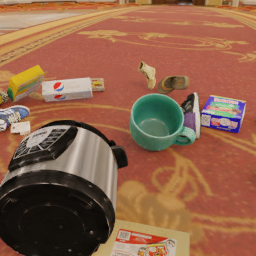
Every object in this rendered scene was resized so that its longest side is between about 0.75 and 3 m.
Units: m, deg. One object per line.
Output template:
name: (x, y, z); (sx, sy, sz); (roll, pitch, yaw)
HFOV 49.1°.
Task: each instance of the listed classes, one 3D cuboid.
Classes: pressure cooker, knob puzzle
pressure cooker: (-1.568, 1.277, 6.840); (2.621, 2.662, 2.980); (26, 27, -14)
knob puzzle: (0.266, 3.057, 5.974); (2.447, 0.339, 2.447); (0, 30, 0)

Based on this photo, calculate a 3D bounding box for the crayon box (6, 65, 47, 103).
crayon box: (-4.718, -2.084, 12.948); (1.453, 0.596, 2.311); (-37, 6, -31)

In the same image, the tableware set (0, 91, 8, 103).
tableware set: (-6.756, -1.077, 12.474); (1.672, 0.381, 2.482); (27, 47, 0)

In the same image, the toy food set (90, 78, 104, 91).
toy food set: (-1.813, -2.383, 15.166); (1.020, 0.429, 1.421); (-3, 31, -5)

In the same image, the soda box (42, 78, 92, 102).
soda box: (-2.889, -1.831, 13.392); (2.271, 0.774, 0.723); (-6, 71, -4)

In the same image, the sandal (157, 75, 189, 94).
sandal: (2.085, -2.156, 13.725); (0.581, 0.865, 2.153); (-4, 4, -32)

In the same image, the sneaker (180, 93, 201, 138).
sneaker: (2.316, -0.664, 11.659); (1.291, 1.117, 2.949); (0, 30, 11)

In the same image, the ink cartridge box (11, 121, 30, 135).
ink cartridge box: (-4.330, 0.023, 11.309); (0.710, 0.180, 0.806); (-8, 31, -16)

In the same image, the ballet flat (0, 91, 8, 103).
ballet flat: (-6.771, -1.382, 13.302); (2.009, 0.682, 0.757); (-4, 40, -14)

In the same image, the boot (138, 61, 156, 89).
boot: (0.969, -2.743, 14.549); (1.021, 1.313, 0.478); (24, -29, -39)

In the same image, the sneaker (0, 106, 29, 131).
sneaker: (-4.861, -0.294, 11.481); (1.679, 0.676, 1.229); (-8, 40, -21)

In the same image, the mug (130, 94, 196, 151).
mug: (1.057, 0.037, 9.963); (1.816, 1.366, 2.210); (-23, 64, -17)

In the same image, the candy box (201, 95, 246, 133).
candy box: (4.062, -0.642, 11.904); (1.585, 0.722, 1.875); (12, 31, 23)
